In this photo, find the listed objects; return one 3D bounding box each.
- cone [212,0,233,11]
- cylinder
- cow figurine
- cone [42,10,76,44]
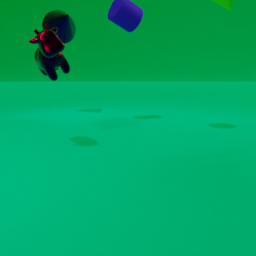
[{"bbox_3d":[2.422,-3.341,7.073,0.969,0.965,0.965,44,-18,-34],"label":"cone"},{"bbox_3d":[-0.089,-3.659,8.997,0.847,0.847,0.847,22,-2,-32],"label":"cylinder"},{"bbox_3d":[-1.653,-1.564,5.770,0.633,1.134,1.153,-37,38,-21],"label":"cow figurine"},{"bbox_3d":[-2.487,-4.103,10.792,1.372,1.372,1.377,-5,2,-27],"label":"cone"}]
